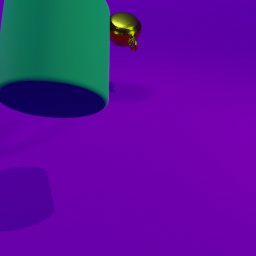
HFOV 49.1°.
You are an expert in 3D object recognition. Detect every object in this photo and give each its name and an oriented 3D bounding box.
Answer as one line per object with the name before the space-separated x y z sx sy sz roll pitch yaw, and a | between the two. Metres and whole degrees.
cylinder | -0.868 -0.898 3.403 1.274 1.274 1.274 0 -15 0
teapot | -0.197 -3.178 9.137 1.186 0.934 1.908 -23 62 -21
